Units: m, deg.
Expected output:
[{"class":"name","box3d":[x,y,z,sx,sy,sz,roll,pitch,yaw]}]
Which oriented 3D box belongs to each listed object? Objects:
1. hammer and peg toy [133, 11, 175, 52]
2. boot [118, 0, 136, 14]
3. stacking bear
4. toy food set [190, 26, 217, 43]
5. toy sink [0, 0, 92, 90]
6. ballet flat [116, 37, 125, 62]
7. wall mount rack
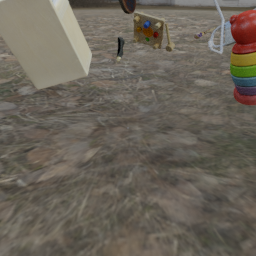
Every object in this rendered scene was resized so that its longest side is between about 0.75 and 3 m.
[{"class":"hammer and peg toy","box3d":[0.481,-1.725,5.020,0.831,0.611,0.293,23,55,18]},{"class":"boot","box3d":[-0.420,-4.600,9.606,1.055,2.176,0.813,-26,-22,37]},{"class":"stacking bear","box3d":[2.702,-1.558,6.044,1.155,1.902,1.082,-5,30,32]},{"class":"toy food set","box3d":[2.809,-3.571,10.580,0.971,0.153,0.617,-32,11,-7]},{"class":"toy sink","box3d":[-2.086,-2.385,7.076,1.511,2.318,1.299,-13,42,13]},{"class":"ballet flat","box3d":[-0.281,-2.450,8.762,0.238,0.837,0.278,18,-22,-33]},{"class":"wall mount rack","box3d":[2.966,-3.181,7.709,0.837,1.952,2.246,9,-10,-34]}]
